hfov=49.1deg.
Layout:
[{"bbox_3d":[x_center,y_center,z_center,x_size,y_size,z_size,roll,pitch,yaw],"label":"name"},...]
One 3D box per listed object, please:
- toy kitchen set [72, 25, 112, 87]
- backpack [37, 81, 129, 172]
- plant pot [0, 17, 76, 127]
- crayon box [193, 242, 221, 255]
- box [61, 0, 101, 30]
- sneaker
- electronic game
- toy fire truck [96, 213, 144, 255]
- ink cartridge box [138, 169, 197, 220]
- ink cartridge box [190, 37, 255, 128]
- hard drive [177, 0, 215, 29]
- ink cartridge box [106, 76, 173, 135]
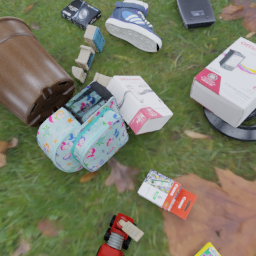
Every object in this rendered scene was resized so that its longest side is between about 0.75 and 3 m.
[{"bbox_3d":[-1.002,-2.607,11.072,1.719,1.264,2.145,19,85,9],"label":"toy kitchen set"},{"bbox_3d":[-1.371,0.188,8.866,2.672,2.372,2.012,-37,65,-12],"label":"backpack"},{"bbox_3d":[-3.578,-1.716,9.692,2.860,2.889,2.889,43,71,10],"label":"plant pot"},{"bbox_3d":[2.390,3.948,8.172,0.761,0.257,0.881,-33,68,-16],"label":"crayon box"},{"bbox_3d":[-2.112,-5.132,12.582,1.433,0.312,1.148,35,69,16],"label":"box"},{"bbox_3d":[0.594,-4.541,11.839,2.741,1.104,2.007,28,71,19],"label":"sneaker"},{"bbox_3d":[4.204,-0.752,10.266,2.833,0.590,2.833,-2,57,4],"label":"electronic game"},{"bbox_3d":[-0.211,3.136,7.780,1.071,1.665,1.466,21,65,11],"label":"toy fire truck"},{"bbox_3d":[1.225,2.057,8.738,1.623,0.409,0.884,25,73,25],"label":"ink cartridge box"},{"bbox_3d":[3.876,-1.675,9.846,2.763,1.183,2.039,-42,63,-18],"label":"ink cartridge box"},{"bbox_3d":[2.977,-5.380,12.622,1.443,0.453,2.139,-8,64,-4],"label":"hard drive"},{"bbox_3d":[0.338,-0.866,9.818,1.506,0.851,2.055,-12,57,-49],"label":"ink cartridge box"}]
